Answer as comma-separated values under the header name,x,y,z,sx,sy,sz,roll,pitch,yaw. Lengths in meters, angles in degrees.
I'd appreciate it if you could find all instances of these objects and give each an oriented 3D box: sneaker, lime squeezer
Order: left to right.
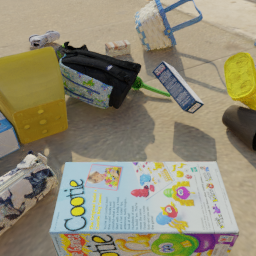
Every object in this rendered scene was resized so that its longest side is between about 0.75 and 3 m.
name,x,y,z,sx,sy,sz,roll,pitch,yaw
sneaker,-3.677,-3.869,12.398,1.394,0.524,0.801,-13,43,-7
sneaker,-2.593,-2.974,11.044,2.155,0.893,0.764,-5,39,-6
lime squeezer,0.293,-1.693,10.013,0.972,0.519,2.752,6,27,-44

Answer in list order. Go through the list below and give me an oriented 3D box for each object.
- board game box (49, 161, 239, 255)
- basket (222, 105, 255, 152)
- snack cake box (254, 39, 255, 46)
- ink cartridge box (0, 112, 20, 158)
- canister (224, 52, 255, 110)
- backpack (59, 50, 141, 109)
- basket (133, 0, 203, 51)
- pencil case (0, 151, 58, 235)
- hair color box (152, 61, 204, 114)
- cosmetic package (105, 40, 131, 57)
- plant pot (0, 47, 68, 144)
name,x,y,z,sx,sy,sz,roll,pitch,yaw
board game box,0.247,1.651,5.203,2.871,1.479,1.505,0,41,0
basket,3.271,-0.103,7.734,0.819,1.086,1.205,-4,27,-29
snack cake box,6.127,-3.832,12.309,0.960,0.552,0.322,23,46,25
ink cartridge box,-4.204,-0.040,7.674,1.415,0.827,2.438,-29,48,-29
canister,3.633,-1.229,8.204,1.819,0.787,1.351,19,61,-42
backpack,-1.082,-1.631,9.038,2.410,1.853,1.966,28,46,-1
basket,1.673,-4.629,12.007,2.702,1.879,2.382,-22,37,19
pencil case,-2.623,1.532,5.637,0.976,1.122,2.508,27,48,27
hair color box,1.488,-1.194,8.337,0.810,0.490,1.619,8,44,-58
cosmetic package,-0.433,-3.383,11.874,0.996,0.434,0.515,-16,43,-18
plant pot,-2.660,-0.760,7.840,1.989,1.989,1.754,-20,58,-22
